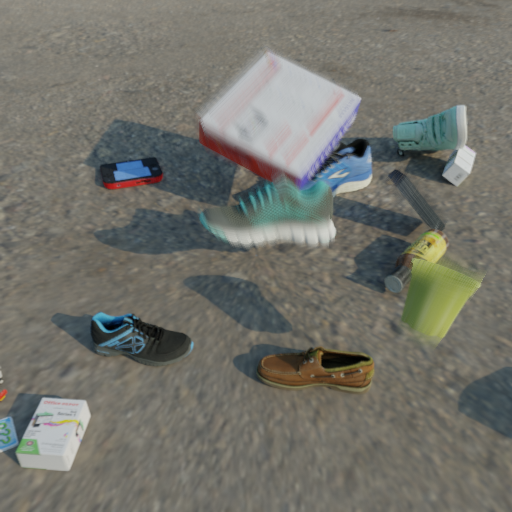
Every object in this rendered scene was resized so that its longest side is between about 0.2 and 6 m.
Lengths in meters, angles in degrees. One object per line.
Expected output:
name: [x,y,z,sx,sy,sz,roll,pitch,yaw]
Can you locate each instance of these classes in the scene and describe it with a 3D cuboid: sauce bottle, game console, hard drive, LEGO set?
sauce bottle: [3.089,0.102,10.797,0.601,0.601,1.858,25,42,29]
game console: [-3.143,-2.119,14.096,1.463,0.227,1.294,-10,38,-14]
hard drive: [3.361,-1.156,11.752,0.229,1.393,0.972,-40,13,11]
LEGO set: [-4.299,2.235,8.116,1.312,0.431,1.756,-15,39,-25]

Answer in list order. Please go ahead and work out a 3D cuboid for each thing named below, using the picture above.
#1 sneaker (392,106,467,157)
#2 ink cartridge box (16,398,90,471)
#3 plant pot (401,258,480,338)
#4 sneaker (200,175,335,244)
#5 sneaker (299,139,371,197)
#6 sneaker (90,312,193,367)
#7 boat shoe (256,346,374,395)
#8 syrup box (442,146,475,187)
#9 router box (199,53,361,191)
sneaker: [4.267,-3.056,13.990,1.559,0.972,2.642,-1,-1,4]
ink cartridge box: [-2.801,2.464,7.800,0.668,0.387,0.923,3,37,4]
plant pot: [2.448,0.611,7.719,0.950,0.874,0.950,18,13,-4]
sneaker: [0.254,-0.886,10.044,2.551,1.164,0.990,-2,23,-19]
sneaker: [1.561,-2.014,13.038,2.974,1.326,1.168,-29,45,-32]
sneaker: [-1.882,1.326,9.072,1.709,0.700,0.625,4,36,4]
boat shoe: [0.908,1.670,8.674,1.812,0.616,0.652,2,37,3]
syrup box: [5.069,-2.291,13.974,0.494,0.478,1.214,37,43,1]
router box: [0.531,-2.931,12.108,2.454,0.668,2.734,31,61,13]
